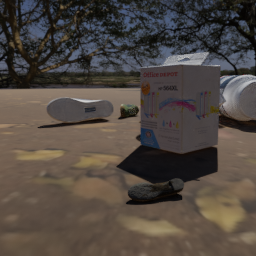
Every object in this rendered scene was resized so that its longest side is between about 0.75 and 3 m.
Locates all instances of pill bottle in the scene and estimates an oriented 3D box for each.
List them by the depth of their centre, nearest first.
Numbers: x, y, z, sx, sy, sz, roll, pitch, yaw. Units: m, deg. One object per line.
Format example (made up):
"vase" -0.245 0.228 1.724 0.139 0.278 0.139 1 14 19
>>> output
"pill bottle" 4.429 -1.207 11.074 1.766 1.766 2.953 0 10 -3

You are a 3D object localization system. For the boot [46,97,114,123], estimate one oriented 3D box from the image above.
"boot" -1.948 -0.649 10.883 2.618 0.952 1.183 0 -2 -31

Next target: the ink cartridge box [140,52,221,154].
"ink cartridge box" 1.198 -0.651 6.613 1.349 2.155 1.385 -9 11 -38

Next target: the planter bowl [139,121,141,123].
"planter bowl" 0.980 -0.136 8.052 1.258 0.524 1.258 -19 -4 -1

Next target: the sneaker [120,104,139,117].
"sneaker" 0.115 -0.804 12.213 0.723 0.540 1.610 -4 6 8

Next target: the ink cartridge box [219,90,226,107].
"ink cartridge box" 2.746 -0.833 10.250 1.285 0.542 0.930 -18 -15 -18

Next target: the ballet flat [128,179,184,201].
"ballet flat" 0.388 0.869 3.867 0.821 0.190 0.277 -8 51 -17
